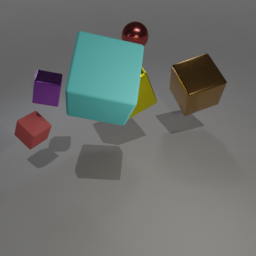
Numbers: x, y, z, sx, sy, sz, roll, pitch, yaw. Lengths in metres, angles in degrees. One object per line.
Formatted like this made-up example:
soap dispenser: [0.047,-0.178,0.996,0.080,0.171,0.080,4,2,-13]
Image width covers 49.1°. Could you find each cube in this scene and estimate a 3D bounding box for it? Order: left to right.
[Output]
cube: [-2.801,0.060,8.254,0.700,0.700,0.700,42,45,8]
cube: [-2.233,-1.108,7.797,0.700,0.700,0.700,8,36,-15]
cube: [-0.546,-1.017,6.189,1.400,1.400,1.400,10,71,-8]
cube: [-0.102,-1.326,9.137,1.400,1.400,1.400,-30,49,-1]
cube: [2.432,-1.528,10.037,1.400,1.400,1.400,-20,63,-6]

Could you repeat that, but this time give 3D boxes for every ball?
ball: [0.362,-4.743,14.426,1.400,1.400,1.400,0,32,0]
